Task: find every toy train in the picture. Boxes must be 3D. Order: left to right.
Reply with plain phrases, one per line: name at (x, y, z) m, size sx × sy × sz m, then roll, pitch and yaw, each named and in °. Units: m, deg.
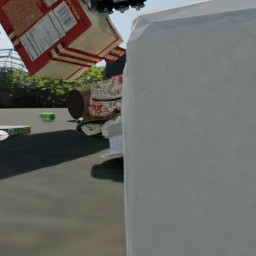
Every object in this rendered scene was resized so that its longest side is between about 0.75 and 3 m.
toy train at (-0.223, -2.605, 5.563) m, size 1.321 × 0.563 × 0.753 m, roll -18°, pitch 37°, yaw -17°

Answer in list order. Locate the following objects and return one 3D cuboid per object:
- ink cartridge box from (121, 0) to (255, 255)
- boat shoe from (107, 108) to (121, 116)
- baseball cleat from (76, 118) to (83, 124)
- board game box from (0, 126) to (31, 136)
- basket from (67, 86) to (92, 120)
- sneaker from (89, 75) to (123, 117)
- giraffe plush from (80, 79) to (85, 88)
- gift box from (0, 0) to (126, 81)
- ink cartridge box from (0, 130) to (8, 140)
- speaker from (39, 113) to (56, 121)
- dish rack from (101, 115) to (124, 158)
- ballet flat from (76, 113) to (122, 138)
ink cartridge box at (1.156, 0.234, 0.387) m, size 1.952 × 0.823 × 1.413 m, roll 3°, pitch 6°, yaw 34°
boat shoe at (-0.305, -0.193, 6.828) m, size 1.558 × 0.593 × 0.558 m, roll 5°, pitch 7°, yaw 44°
baseball cleat at (-1.298, -0.210, 9.213) m, size 0.859 × 0.299 × 0.457 m, roll -9°, pitch 9°, yaw 13°
board game box at (-2.965, 0.059, 6.404) m, size 1.194 × 0.174 × 0.804 m, roll 0°, pitch 6°, yaw 4°
basket at (-1.398, -1.173, 12.705) m, size 2.378 × 1.617 × 2.144 m, roll -12°, pitch -12°, yaw -46°
sneaker at (0.265, -0.847, 8.692) m, size 2.935 × 1.573 × 0.980 m, roll 0°, pitch 5°, yaw -5°
giraffe plush at (-2.449, -1.666, 17.628) m, size 2.105 × 2.440 × 1.978 m, roll -31°, pitch 26°, yaw 12°
gift box at (-1.585, -2.863, 7.909) m, size 2.699 × 2.491 × 2.520 m, roll -27°, pitch -2°, yaw 18°
ink cartridge box at (-1.395, 0.295, 0.806) m, size 1.902 × 0.642 × 1.108 m, roll 1°, pitch 5°, yaw 27°
speaker at (-3.329, -0.461, 11.541) m, size 0.782 × 0.346 × 0.346 m, roll 4°, pitch 6°, yaw 41°
dish rack at (1.324, -0.235, 3.300) m, size 2.921 × 0.636 × 2.507 m, roll -15°, pitch -5°, yaw 38°
ballet flat at (-0.507, -0.016, 5.840) m, size 1.536 × 0.521 × 0.555 m, roll 3°, pitch 26°, yaw 36°
